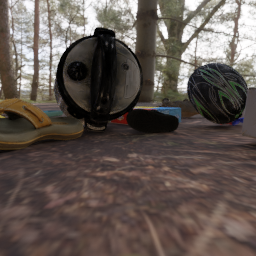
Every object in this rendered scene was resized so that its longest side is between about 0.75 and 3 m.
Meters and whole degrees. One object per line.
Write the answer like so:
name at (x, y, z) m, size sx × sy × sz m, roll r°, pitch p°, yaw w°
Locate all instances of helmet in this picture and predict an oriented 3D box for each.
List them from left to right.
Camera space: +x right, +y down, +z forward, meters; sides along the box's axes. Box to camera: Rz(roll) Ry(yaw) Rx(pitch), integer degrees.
helmet at (2.529, -1.014, 7.944) m, size 1.684 × 1.684 × 1.606 m, roll 4°, pitch -26°, yaw 31°

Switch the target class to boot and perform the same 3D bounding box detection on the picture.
boot at (0.441, -0.219, 6.968) m, size 1.410 × 0.531 × 1.055 m, roll 10°, pitch 8°, yaw -26°

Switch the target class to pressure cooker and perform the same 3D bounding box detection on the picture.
pressure cooker at (-0.793, -1.129, 7.157) m, size 2.196 × 2.162 × 2.458 m, roll -39°, pitch 7°, yaw -16°

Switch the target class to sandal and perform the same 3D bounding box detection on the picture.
sandal at (-1.794, -0.171, 4.985) m, size 1.073 × 0.722 × 2.672 m, roll 21°, pitch 14°, yaw 30°

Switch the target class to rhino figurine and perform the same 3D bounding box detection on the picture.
rhino figurine at (2.435, -0.809, 11.726) m, size 2.405 × 0.719 × 1.051 m, roll 1°, pitch 20°, yaw -4°

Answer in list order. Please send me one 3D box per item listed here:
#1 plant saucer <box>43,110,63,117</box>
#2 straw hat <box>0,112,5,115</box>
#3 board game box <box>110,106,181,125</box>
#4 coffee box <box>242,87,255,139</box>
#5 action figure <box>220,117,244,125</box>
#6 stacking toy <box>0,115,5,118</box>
plant saucer at (-3.838, -0.582, 11.978) m, size 0.935 × 0.254 × 2.674 m, roll 2°, pitch 6°, yaw 20°
straw hat at (-5.919, -0.760, 12.952) m, size 0.337 × 0.797 × 0.797 m, roll -46°, pitch 24°, yaw -17°
board game box at (0.291, -0.455, 9.566) m, size 1.859 × 0.490 × 2.429 m, roll -5°, pitch 8°, yaw -39°
coffee box at (3.397, -0.239, 4.990) m, size 2.320 × 0.925 × 1.327 m, roll -4°, pitch 14°, yaw -27°
action figure at (3.594, -0.433, 8.187) m, size 1.655 × 0.819 × 0.540 m, roll 6°, pitch 9°, yaw 29°
stacking toy at (-3.355, -0.102, 6.196) m, size 2.255 × 0.530 × 1.700 m, roll 0°, pitch 6°, yaw 6°
